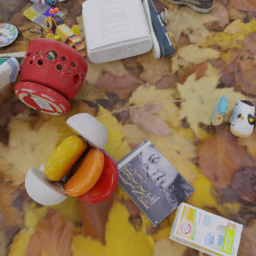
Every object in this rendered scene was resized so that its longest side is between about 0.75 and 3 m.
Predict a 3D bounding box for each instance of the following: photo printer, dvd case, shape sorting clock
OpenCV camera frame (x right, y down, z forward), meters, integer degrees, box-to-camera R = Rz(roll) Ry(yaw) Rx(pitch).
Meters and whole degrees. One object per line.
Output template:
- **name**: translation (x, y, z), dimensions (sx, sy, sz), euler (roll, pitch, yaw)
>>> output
- **photo printer**: translation (-0.448, -3.509, 9.380), dimensions (2.105, 0.879, 2.530), euler (-13, 64, 3)
- **dvd case**: translation (0.609, 1.388, 7.445), dimensions (1.424, 0.153, 1.915), euler (-37, 69, -16)
- **shape sorting clock**: translation (-4.398, -3.230, 9.696), dimensions (1.133, 0.222, 1.133), euler (0, 64, 0)

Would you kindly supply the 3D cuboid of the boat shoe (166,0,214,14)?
- **boat shoe**: translation (2.148, -5.000, 10.242), dimensions (2.212, 0.811, 0.824), euler (25, 66, 12)

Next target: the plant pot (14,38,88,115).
- **plant pot**: translation (-2.221, -1.355, 7.930), dimensions (1.786, 1.786, 1.626), euler (16, 71, 8)

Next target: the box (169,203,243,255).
- **box**: translation (1.788, 2.445, 6.589), dimensions (1.441, 0.730, 0.810), euler (20, 64, 10)

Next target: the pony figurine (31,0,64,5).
- **pony figurine**: translation (-3.021, -5.175, 10.145), dimensions (1.687, 1.456, 1.748), euler (46, 54, 8)

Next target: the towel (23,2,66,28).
- **towel**: translation (-3.055, -4.121, 10.177), dimensions (1.353, 0.154, 0.972), euler (36, 68, 17)

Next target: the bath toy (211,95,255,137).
- **bath toy**: translation (3.818, -0.177, 7.741), dimensions (2.787, 1.030, 1.212), euler (14, 65, 6)

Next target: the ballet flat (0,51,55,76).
- **ballet flat**: translation (-3.467, -2.091, 8.983), dimensions (2.242, 0.756, 0.699), euler (-8, 36, -8)

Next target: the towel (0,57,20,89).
- **towel**: translation (-4.107, -0.753, 7.422), dimensions (2.923, 2.147, 0.348), euler (-44, 106, -19)

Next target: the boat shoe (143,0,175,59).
- **boat shoe**: translation (0.995, -3.417, 9.427), dimensions (0.722, 0.874, 2.335), euler (-11, 65, -4)

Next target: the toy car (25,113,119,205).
- **toy car**: translation (-1.021, 0.919, 6.578), dimensions (1.805, 2.407, 2.107), euler (36, 86, -1)

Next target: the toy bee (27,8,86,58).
- **toy bee**: translation (-2.278, -3.077, 8.945), dimensions (2.244, 1.220, 1.469), euler (21, 43, -4)
